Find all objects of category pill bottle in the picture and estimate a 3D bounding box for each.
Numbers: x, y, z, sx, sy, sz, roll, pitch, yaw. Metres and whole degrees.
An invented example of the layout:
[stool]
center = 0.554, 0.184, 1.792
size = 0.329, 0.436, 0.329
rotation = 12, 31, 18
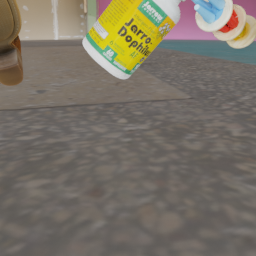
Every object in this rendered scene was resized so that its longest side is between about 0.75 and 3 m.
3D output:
[pill bottle]
center = 0.269, -2.569, 6.591
size = 1.487, 2.638, 1.487
rotation = 39, 19, -16

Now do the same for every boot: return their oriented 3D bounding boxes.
[boot]
center = -3.106, -2.631, 6.338
size = 1.061, 2.880, 2.228
rotation = -12, 61, -21

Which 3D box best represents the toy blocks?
[toy blocks]
center = 2.426, -2.210, 5.702
size = 1.884, 0.821, 2.260
rotation = 23, 14, 40
